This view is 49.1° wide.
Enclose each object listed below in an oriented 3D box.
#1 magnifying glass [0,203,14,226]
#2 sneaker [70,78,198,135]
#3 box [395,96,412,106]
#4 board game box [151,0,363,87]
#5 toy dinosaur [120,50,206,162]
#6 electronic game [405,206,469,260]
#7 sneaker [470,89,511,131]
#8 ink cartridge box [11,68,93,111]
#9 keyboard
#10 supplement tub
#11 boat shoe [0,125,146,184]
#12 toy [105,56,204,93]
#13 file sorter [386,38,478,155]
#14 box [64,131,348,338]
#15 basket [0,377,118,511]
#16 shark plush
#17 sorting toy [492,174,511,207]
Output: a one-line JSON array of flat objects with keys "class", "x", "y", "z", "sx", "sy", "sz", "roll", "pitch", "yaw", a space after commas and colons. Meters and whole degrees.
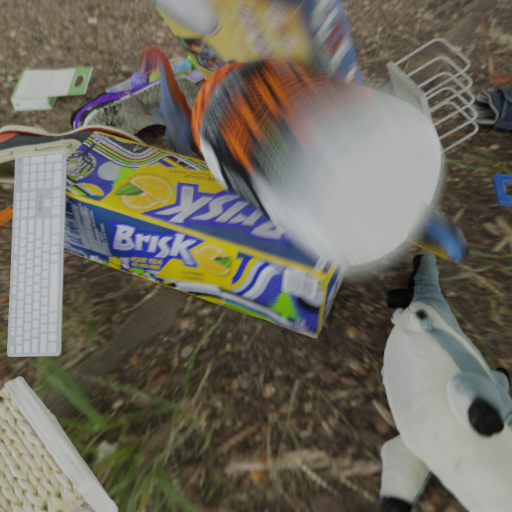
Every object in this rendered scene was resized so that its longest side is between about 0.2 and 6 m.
[{"class": "magnifying glass", "x": -4.056, "y": -0.878, "z": 9.736, "sx": 1.592, "sy": 0.634, "sz": 0.178, "roll": -37, "pitch": 60, "yaw": -17}, {"class": "sneaker", "x": -2.520, "y": -3.035, "z": 11.400, "sx": 2.801, "sy": 0.974, "sz": 1.393, "roll": -29, "pitch": 36, "yaw": -33}, {"class": "box", "x": 2.546, "y": -2.343, "z": 10.621, "sx": 0.645, "sy": 1.147, "sz": 0.581, "roll": -14, "pitch": 49, "yaw": -13}, {"class": "board game box", "x": 0.215, "y": -3.083, "z": 9.085, "sx": 3.073, "sy": 4.536, "sz": 0.785, "roll": 30, "pitch": 84, "yaw": 25}, {"class": "toy dinosaur", "x": -1.405, "y": -2.480, "z": 9.618, "sx": 2.110, "sy": 1.915, "sz": 1.108, "roll": -3, "pitch": 25, "yaw": -28}, {"class": "electronic game", "x": 2.180, "y": -0.484, "z": 8.122, "sx": 1.920, "sy": 1.920, "sz": 0.400, "roll": 32, "pitch": 89, "yaw": 26}, {"class": "sneaker", "x": 5.318, "y": -3.360, "z": 11.788, "sx": 1.515, "sy": 0.797, "sz": 2.097, "roll": 10, "pitch": 49, "yaw": 5}, {"class": "ink cartridge box", "x": -4.455, "y": -3.698, "z": 12.380, "sx": 1.595, "sy": 0.382, "sz": 1.160, "roll": -2, "pitch": 48, "yaw": -2}, {"class": "keyboard", "x": -3.138, "y": -0.055, "z": 8.056, "sx": 0.831, "sy": 0.157, "sz": 2.952, "roll": -4, "pitch": 81, "yaw": 18}, {"class": "supplement tub", "x": 0.540, "y": -1.346, "z": 6.994, "sx": 1.898, "sy": 1.898, "sz": 3.098, "roll": -26, "pitch": 40, "yaw": -22}, {"class": "boat shoe", "x": -3.428, "y": -1.712, "z": 10.113, "sx": 3.068, "sy": 1.092, "sz": 0.960, "roll": 5, "pitch": 52, "yaw": 8}, {"class": "toy", "x": -2.252, "y": -4.055, "z": 12.642, "sx": 2.083, "sy": 0.492, "sz": 1.199, "roll": -33, "pitch": 55, "yaw": -27}, {"class": "file sorter", "x": 3.403, "y": -2.955, "z": 10.596, "sx": 1.084, "sy": 1.742, "sz": 1.209, "roll": -30, "pitch": 50, "yaw": 6}, {"class": "box", "x": -0.874, "y": -0.425, "z": 8.656, "sx": 4.564, "sy": 1.467, "sz": 1.599, "roll": 18, "pitch": 50, "yaw": 15}, {"class": "basket", "x": -2.540, "y": 2.434, "z": 6.279, "sx": 1.059, "sy": 1.163, "sz": 1.716, "roll": -36, "pitch": 57, "yaw": -23}, {"class": "shark plush", "x": 2.535, "y": 1.684, "z": 7.331, "sx": 1.847, "sy": 2.014, "sz": 4.434, "roll": 16, "pitch": 25, "yaw": -12}, {"class": "sorting toy", "x": 6.002, "y": -0.890, "z": 9.757, "sx": 3.785, "sy": 0.516, "sz": 2.131, "roll": -7, "pitch": 52, "yaw": -5}]
